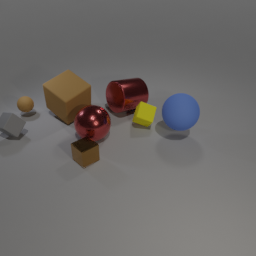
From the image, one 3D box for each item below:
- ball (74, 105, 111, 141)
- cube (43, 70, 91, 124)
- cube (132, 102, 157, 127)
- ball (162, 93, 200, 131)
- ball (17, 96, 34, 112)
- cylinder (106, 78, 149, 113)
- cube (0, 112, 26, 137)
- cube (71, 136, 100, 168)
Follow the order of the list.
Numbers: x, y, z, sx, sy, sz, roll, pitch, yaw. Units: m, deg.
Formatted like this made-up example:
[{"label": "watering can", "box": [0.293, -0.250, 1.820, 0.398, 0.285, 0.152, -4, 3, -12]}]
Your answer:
[{"label": "ball", "box": [-1.346, -0.183, 10.662, 1.400, 1.400, 1.400, 0, 33, 0]}, {"label": "cube", "box": [-2.517, -1.312, 11.781, 1.400, 1.400, 1.400, 36, 56, 20]}, {"label": "cube", "box": [0.663, -0.551, 11.408, 0.700, 0.700, 0.700, 19, 72, -9]}, {"label": "ball", "box": [1.962, -0.595, 10.453, 1.400, 1.400, 1.400, 0, 33, 0]}, {"label": "ball", "box": [-4.437, -1.026, 12.126, 0.700, 0.700, 0.700, 0, 33, 0]}, {"label": "cylinder", "box": [-0.044, -1.464, 12.410, 1.400, 1.400, 1.400, -15, 35, -36]}, {"label": "cube", "box": [-4.519, -0.129, 10.759, 0.700, 0.700, 0.700, 5, 64, 38]}, {"label": "cube", "box": [-1.473, 0.827, 9.695, 0.700, 0.700, 0.700, -27, 41, -35]}]
